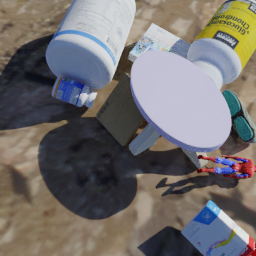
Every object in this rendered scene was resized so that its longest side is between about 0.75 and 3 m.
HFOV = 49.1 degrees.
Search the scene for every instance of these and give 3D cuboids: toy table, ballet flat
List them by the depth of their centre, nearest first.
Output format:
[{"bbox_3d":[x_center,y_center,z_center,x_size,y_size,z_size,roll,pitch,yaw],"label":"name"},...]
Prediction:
[{"bbox_3d":[1.148,-0.383,6.899,2.568,1.636,2.794,-19,64,-10],"label":"toy table"},{"bbox_3d":[3.009,-0.301,7.574,0.523,0.554,1.643,9,54,-41],"label":"ballet flat"}]

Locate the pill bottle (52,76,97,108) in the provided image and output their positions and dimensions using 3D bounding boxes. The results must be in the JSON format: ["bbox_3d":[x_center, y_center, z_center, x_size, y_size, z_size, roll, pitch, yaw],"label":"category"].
[{"bbox_3d":[-1.452,-0.956,7.678,1.117,0.626,0.626,20,61,-9],"label":"pill bottle"}]

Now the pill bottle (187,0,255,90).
[{"bbox_3d":[2.670,-2.235,7.945,1.560,1.560,2.784,31,71,16],"label":"pill bottle"}]

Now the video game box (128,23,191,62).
[{"bbox_3d":[1.070,-2.284,8.588,1.625,0.380,1.481,31,62,5],"label":"video game box"}]

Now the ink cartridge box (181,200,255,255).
[{"bbox_3d":[1.950,2.345,5.748,1.466,0.493,0.852,42,106,19],"label":"ink cartridge box"}]

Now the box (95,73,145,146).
[{"bbox_3d":[-0.079,-0.472,7.265,1.227,0.160,1.501,46,113,22],"label":"box"}]

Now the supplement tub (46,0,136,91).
[{"bbox_3d":[-0.976,-2.710,8.068,1.902,1.902,2.883,12,59,7],"label":"supplement tub"}]

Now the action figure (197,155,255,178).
[{"bbox_3d":[2.459,0.928,6.747,1.630,0.421,0.533,7,79,-10],"label":"action figure"}]
